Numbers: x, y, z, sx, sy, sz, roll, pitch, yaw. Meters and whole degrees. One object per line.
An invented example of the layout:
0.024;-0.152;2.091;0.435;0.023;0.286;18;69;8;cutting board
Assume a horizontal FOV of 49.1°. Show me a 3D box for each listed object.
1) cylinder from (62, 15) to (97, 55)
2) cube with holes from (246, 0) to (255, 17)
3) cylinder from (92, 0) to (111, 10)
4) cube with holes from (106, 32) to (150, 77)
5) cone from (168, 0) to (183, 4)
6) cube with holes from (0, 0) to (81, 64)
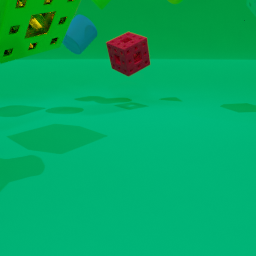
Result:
-1.732;-3.260;9.808;0.969;0.969;0.969;17;64;48;cylinder
3.841;-3.479;7.214;1.055;1.055;1.055;-25;-28;9;cube with holes
-0.802;-4.304;8.257;1.095;1.095;1.095;44;11;-11;cylinder
0.019;-2.308;8.714;0.903;0.903;0.903;-33;44;-23;cube with holes
1.710;-4.307;8.390;0.960;0.960;0.963;-9;16;-30;cone
-1.762;-2.068;4.305;1.360;1.360;1.360;-35;-8;-44;cube with holes
